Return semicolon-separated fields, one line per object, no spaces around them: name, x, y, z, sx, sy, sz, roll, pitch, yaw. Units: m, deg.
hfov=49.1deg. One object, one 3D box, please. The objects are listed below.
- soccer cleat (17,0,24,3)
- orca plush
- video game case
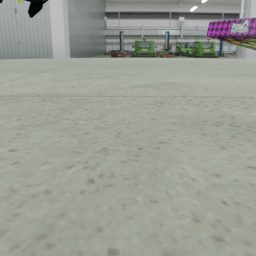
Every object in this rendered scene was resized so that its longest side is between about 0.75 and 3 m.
soccer cleat;-3.353;-4.027;8.739;0.259;0.335;0.801;12;35;-24
orca plush;-2.746;-2.982;5.791;1.536;1.038;2.919;0;-8;11
video game case;3.408;-2.035;6.396;2.240;0.442;2.471;7;15;-21
